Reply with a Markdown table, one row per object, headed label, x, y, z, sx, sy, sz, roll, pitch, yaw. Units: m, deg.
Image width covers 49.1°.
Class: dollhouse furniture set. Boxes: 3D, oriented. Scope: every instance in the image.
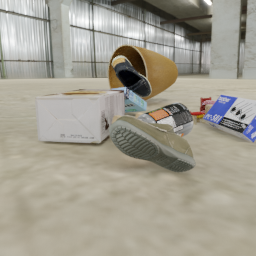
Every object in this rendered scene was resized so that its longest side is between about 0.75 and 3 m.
| label | x | y | z | sx | sy | sz | roll | pitch | yaw |
| --- | --- | --- | --- | --- | --- | --- | --- | --- | --- |
| dollhouse furniture set | 2.557 | -0.625 | 9.505 | 1.731 | 0.704 | 0.932 | -8 | 15 | -33 |

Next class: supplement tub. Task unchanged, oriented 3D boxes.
| label | x | y | z | sx | sy | sz | roll | pitch | yaw |
| --- | --- | --- | --- | --- | --- | --- | --- | --- | --- |
| supplement tub | 0.675 | -0.028 | 5.784 | 1.228 | 0.753 | 0.753 | -20 | 21 | -28 |

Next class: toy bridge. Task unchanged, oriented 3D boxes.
| label | x | y | z | sx | sy | sz | roll | pitch | yaw |
| --- | --- | --- | --- | --- | --- | --- | --- | --- | --- |
| toy bridge | 0.651 | -0.114 | 7.430 | 0.990 | 0.401 | 2.947 | 20 | 15 | 23 |

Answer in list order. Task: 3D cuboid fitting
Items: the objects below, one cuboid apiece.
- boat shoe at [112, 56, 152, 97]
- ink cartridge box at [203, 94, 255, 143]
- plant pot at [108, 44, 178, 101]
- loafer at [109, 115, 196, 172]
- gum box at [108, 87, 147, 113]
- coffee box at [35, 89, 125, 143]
| label | x | y | z | sx | sy | sz | roll | pitch | yaw |
| --- | --- | --- | --- | --- | --- | --- | --- | --- | --- |
| boat shoe | 0.184 | -1.707 | 10.276 | 0.836 | 0.698 | 2.242 | -27 | -39 | 18 |
| ink cartridge box | 2.871 | -0.322 | 7.483 | 0.436 | 0.928 | 1.973 | 35 | 3 | -17 |
| plant pot | 1.001 | -2.636 | 13.680 | 2.954 | 2.753 | 2.753 | -13 | 18 | -39 |
| loafer | 0.400 | 0.198 | 4.394 | 1.622 | 0.565 | 0.610 | 29 | -42 | -31 |
| gum box | -0.289 | -0.932 | 9.872 | 1.374 | 0.360 | 1.618 | -3 | -14 | 28 |
| coffee box | -1.096 | -0.440 | 7.583 | 1.552 | 1.096 | 2.746 | 1 | 11 | 10 |
